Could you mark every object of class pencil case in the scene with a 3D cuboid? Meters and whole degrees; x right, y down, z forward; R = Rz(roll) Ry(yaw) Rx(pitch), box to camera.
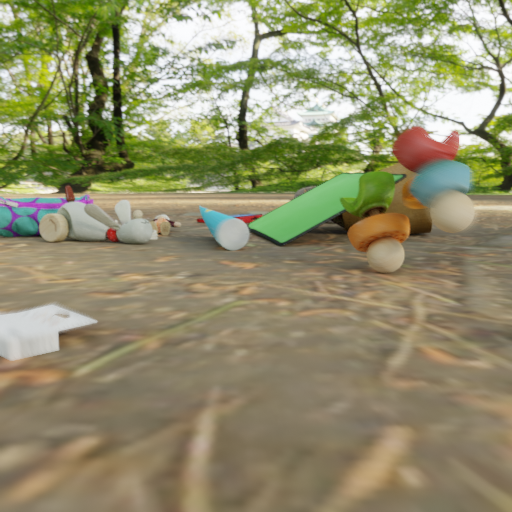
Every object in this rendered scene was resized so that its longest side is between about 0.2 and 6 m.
[{"bbox_3d":[-4.197,-0.809,11.060,1.906,0.811,0.881,-3,-31,-17],"label":"pencil case"}]

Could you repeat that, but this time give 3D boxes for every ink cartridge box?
[{"bbox_3d":[-1.584,0.529,3.985,0.713,0.159,0.628,8,11,44],"label":"ink cartridge box"}]

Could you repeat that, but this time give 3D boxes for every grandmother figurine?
[{"bbox_3d":[-2.027,-0.680,12.016,0.817,0.408,1.347,8,9,-11],"label":"grandmother figurine"}]

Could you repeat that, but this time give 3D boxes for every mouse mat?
[{"bbox_3d":[1.204,-1.019,11.067,2.628,0.123,3.266,-29,13,-7],"label":"mouse mat"}]

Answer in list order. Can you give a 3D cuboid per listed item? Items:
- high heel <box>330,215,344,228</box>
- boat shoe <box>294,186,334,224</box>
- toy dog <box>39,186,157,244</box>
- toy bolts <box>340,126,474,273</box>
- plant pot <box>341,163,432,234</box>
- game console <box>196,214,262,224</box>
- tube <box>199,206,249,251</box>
[{"bbox_3d":[2.267,-1.132,12.936,2.704,0.911,1.297,0,14,-30],"label":"high heel"},{"bbox_3d":[2.277,-1.245,14.718,2.595,0.967,0.951,10,0,9],"label":"boat shoe"},{"bbox_3d":[-2.860,-0.760,10.186,2.113,1.018,1.393,0,8,3],"label":"toy dog"},{"bbox_3d":[2.056,-0.577,6.705,1.630,1.183,1.706,-4,-24,-20],"label":"toy bolts"},{"bbox_3d":[2.564,-1.074,11.464,1.684,1.569,1.569,-11,6,7],"label":"plant pot"},{"bbox_3d":[-0.664,-0.997,14.874,1.283,0.225,1.450,6,9,34],"label":"game console"},{"bbox_3d":[-0.613,-0.484,9.839,0.509,0.783,2.021,-34,16,-7],"label":"tube"}]
